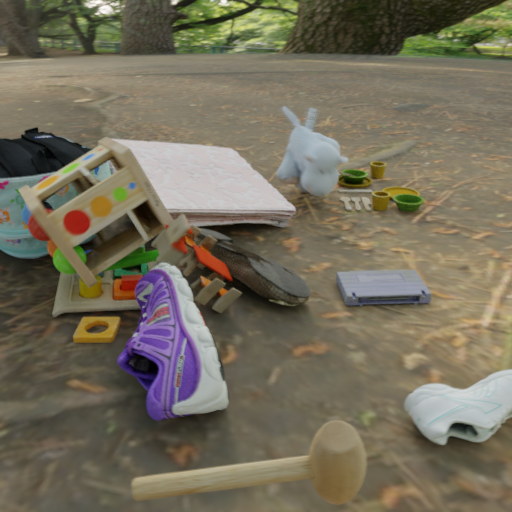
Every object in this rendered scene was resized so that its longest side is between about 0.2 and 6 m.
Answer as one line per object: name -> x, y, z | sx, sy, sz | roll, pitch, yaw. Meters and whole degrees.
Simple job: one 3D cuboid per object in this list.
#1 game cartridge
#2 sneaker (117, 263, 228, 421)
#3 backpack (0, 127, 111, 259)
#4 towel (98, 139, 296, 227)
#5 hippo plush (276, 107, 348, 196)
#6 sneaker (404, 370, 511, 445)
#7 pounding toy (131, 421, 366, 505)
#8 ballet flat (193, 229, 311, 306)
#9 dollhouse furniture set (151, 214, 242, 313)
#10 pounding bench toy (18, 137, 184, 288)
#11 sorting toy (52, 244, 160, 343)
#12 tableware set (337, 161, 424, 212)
game cartridge -> 2.252, 0.563, 10.043 | 1.496, 0.287, 0.970 | -1, 21, -3
sneaker -> -1.384, 1.097, 7.905 | 1.259, 1.217, 3.018 | -14, 29, -15
backpack -> -4.400, -1.309, 11.475 | 2.761, 2.342, 3.110 | -21, 25, -36
towel -> -1.532, -1.726, 13.277 | 3.750, 0.633, 3.927 | -2, 31, -28
hippo plush -> 1.652, -2.442, 14.074 | 1.756, 2.204, 1.772 | -5, 27, -24
sneaker -> 2.798, 1.916, 6.889 | 1.808, 0.636, 0.725 | -10, 34, -6
pounding toy -> -0.254, 2.730, 4.051 | 3.149, 1.800, 1.806 | -39, 42, -25
ballet flat -> -0.206, 0.286, 10.306 | 2.906, 0.674, 0.979 | 29, 17, 36
dollhouse furniture set -> -0.947, 0.003, 9.452 | 1.479, 0.770, 1.495 | 34, 20, -43
pounding bench toy -> -2.567, -0.370, 9.676 | 1.984, 2.544, 1.580 | -36, 31, -13
sorting toy -> -2.602, 0.414, 10.078 | 1.941, 0.470, 3.448 | -5, 26, -11
tableware set -> 3.256, -1.914, 14.952 | 2.124, 0.484, 3.153 | 2, 25, 3
